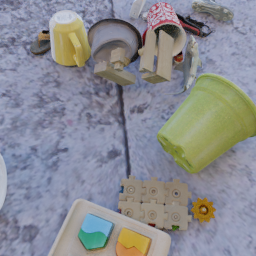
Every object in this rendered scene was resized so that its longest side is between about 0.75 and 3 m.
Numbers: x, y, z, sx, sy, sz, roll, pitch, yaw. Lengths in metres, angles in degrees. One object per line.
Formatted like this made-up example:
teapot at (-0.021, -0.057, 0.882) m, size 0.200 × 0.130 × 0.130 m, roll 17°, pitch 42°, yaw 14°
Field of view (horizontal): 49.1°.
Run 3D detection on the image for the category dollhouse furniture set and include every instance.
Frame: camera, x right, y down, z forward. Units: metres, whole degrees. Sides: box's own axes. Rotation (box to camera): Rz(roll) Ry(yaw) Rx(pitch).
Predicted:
dollhouse furniture set at (0.202, -2.367, 9.183) m, size 1.836 × 1.746 × 1.496 m, roll -3°, pitch 76°, yaw 44°

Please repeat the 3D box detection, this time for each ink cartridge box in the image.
ink cartridge box at (0.645, -5.784, 11.830) m, size 0.430 × 1.819 × 1.456 m, roll 23°, pitch 58°, yaw -2°

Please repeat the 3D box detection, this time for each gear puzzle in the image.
gear puzzle at (1.093, 2.167, 7.983) m, size 2.773 × 0.363 × 1.436 m, roll 4°, pitch 67°, yaw 3°

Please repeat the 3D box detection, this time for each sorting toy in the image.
sorting toy at (-0.610, 3.439, 7.021) m, size 2.838 × 0.518 × 2.626 m, roll 20°, pitch 66°, yaw 11°

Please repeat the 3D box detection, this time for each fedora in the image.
fedora at (-0.558, -2.790, 9.810) m, size 2.140 × 1.893 × 0.966 m, roll -4°, pitch 43°, yaw 22°

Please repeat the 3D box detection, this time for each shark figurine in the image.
shark figurine at (2.058, -2.058, 10.383) m, size 0.960 × 1.375 × 2.301 m, roll 9°, pitch 76°, yaw 31°

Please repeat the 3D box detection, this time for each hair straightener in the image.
hair straightener at (2.572, -4.574, 11.906) m, size 2.480 × 0.507 × 0.954 m, roll 25°, pitch 62°, yaw 14°

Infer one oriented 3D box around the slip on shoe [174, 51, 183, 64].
slip on shoe at (1.917, -3.139, 11.121) m, size 0.482 × 0.398 × 1.301 m, roll -8°, pitch 58°, yaw -3°

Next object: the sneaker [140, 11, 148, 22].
sneaker at (0.943, -4.712, 12.102) m, size 0.516 × 0.338 × 0.898 m, roll -32°, pitch 59°, yaw -17°

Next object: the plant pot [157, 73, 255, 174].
plant pot at (2.177, 0.051, 8.278) m, size 2.259 × 2.457 × 2.457 m, roll -42°, pitch 67°, yaw -10°

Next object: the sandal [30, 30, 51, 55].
sandal at (-3.208, -3.713, 11.316) m, size 1.948 × 0.532 × 0.796 m, roll -43°, pitch 63°, yaw -15°

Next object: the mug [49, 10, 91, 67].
mug at (-2.076, -3.386, 10.490) m, size 1.949 × 1.600 × 1.561 m, roll 27°, pitch 57°, yaw 18°

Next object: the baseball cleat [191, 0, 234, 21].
baseball cleat at (3.809, -5.368, 12.285) m, size 1.948 × 0.679 × 1.037 m, roll 27°, pitch 63°, yaw 14°

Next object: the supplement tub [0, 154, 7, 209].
supplement tub at (-4.949, 1.515, 7.395) m, size 2.806 × 2.026 × 2.026 m, roll -4°, pitch 59°, yaw -2°

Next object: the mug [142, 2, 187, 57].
mug at (1.152, -3.831, 10.812) m, size 1.871 × 1.406 × 2.108 m, roll -9°, pitch 46°, yaw 8°
